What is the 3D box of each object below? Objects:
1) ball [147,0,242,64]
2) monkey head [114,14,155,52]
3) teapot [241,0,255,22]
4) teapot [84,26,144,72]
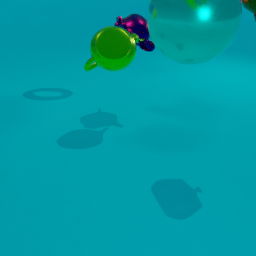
[{"bbox_3d":[0.608,-1.033,2.625,0.854,0.854,0.854,0,29,0],"label":"ball"},{"bbox_3d":[0.086,-2.502,7.656,0.958,1.144,1.590,-2,49,-28],"label":"monkey head"},{"bbox_3d":[2.403,-2.272,4.519,0.852,1.740,1.082,16,3,-27],"label":"teapot"},{"bbox_3d":[-0.306,-1.861,6.743,1.761,0.862,1.095,-32,82,-10],"label":"teapot"}]
